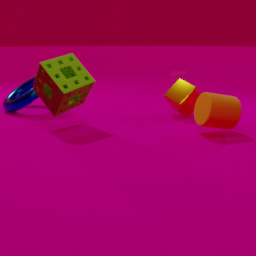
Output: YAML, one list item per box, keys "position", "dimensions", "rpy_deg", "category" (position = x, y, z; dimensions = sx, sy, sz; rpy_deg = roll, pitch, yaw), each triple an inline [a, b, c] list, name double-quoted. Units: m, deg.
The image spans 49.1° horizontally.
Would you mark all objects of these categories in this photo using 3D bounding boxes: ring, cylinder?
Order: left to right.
- position: [-3.425, -1.188, 9.455]
  dimensions: [1.803, 0.361, 1.803]
  rpy_deg: [-23, 31, 15]
  category: "ring"
- position: [2.205, -0.419, 6.949]
  dimensions: [0.836, 0.836, 0.836]
  rpy_deg: [6, 16, -14]
  category: "cylinder"

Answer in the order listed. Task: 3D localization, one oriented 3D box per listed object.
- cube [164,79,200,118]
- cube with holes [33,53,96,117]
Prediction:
- position: [1.682, -0.910, 8.518]
  dimensions: [0.730, 0.730, 0.730]
  rpy_deg: [-47, 48, -4]
  category: "cube"
- position: [-1.660, -1.110, 7.208]
  dimensions: [0.998, 0.998, 0.998]
  rpy_deg: [-31, 78, -40]
  category: "cube with holes"
